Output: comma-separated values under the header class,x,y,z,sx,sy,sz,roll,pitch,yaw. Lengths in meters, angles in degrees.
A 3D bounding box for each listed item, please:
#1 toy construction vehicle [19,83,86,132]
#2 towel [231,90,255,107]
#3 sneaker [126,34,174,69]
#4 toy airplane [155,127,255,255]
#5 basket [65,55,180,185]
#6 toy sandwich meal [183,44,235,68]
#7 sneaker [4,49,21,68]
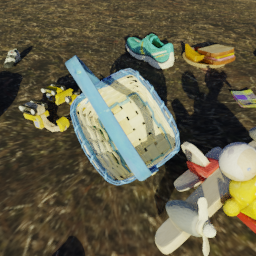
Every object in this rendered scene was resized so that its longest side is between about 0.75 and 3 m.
class,x,y,z,sx,sy,sz,roll,pitch,yaw
toy construction vehicle,-2.274,-0.652,8.968,2.166,0.763,1.886,14,35,29
towel,4.219,-1.051,9.932,0.822,0.130,1.145,-3,36,-3
sneaker,1.029,-3.690,12.718,1.160,1.192,2.994,-24,41,-30
toy airplane,2.056,0.956,5.387,2.963,2.100,2.975,-7,44,21
basket,-0.097,-0.010,5.869,1.985,2.854,2.516,-31,73,2
toy sandwich meal,3.591,-3.393,12.630,2.330,0.798,2.330,0,36,0
sneaker,-5.209,-3.119,12.459,0.488,0.583,1.318,2,37,0
